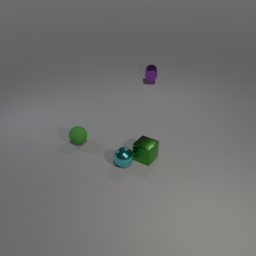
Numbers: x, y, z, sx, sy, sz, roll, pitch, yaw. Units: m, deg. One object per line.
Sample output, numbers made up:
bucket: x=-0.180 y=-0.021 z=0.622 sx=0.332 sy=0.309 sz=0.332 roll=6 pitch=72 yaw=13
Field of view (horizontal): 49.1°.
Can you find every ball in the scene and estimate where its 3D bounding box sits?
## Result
ball: x=-0.144 y=0.994 z=9.674 sx=0.700 sy=0.700 sz=0.700 roll=0 pitch=31 yaw=0
ball: x=-1.926 y=0.266 z=10.823 sx=0.700 sy=0.700 sz=0.700 roll=0 pitch=31 yaw=0

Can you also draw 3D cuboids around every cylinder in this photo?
cylinder: x=1.319 y=-3.121 z=15.880 sx=0.700 sy=0.700 sz=0.700 roll=2 pitch=42 yaw=3

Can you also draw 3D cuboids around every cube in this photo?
cube: x=0.629 y=0.797 z=10.012 sx=0.700 sy=0.700 sz=0.700 roll=20 pitch=37 yaw=28
